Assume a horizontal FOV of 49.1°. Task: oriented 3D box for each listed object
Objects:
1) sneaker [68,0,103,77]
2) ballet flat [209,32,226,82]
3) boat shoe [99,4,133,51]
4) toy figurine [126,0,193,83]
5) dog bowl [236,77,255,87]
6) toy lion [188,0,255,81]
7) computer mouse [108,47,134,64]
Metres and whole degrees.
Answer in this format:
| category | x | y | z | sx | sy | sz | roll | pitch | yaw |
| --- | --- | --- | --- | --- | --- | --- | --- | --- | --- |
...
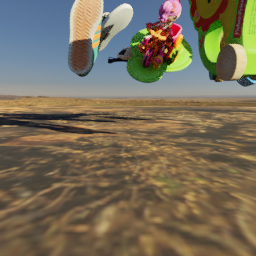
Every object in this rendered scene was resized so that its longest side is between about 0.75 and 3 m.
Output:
| category | x | y | z | sx | sy | sz | roll | pitch | yaw |
| --- | --- | --- | --- | --- | --- | --- | --- | --- | --- |
| sneaker | -1.198 | -2.641 | 7.924 | 0.851 | 2.384 | 0.952 | 12 | 2 | -2 |
| ballet flat | 2.316 | -2.427 | 6.719 | 1.035 | 2.928 | 1.035 | -12 | 40 | 10 |
| boat shoe | -0.818 | -3.991 | 10.798 | 0.890 | 0.801 | 2.516 | 1 | -24 | -44 |
| toy figurine | 1.177 | -3.265 | 8.588 | 2.250 | 2.759 | 2.997 | 31 | 57 | 11 |
| dog bowl | 3.802 | -1.962 | 8.935 | 0.919 | 1.649 | 0.409 | 38 | -37 | -12 |
| toy lion | 1.620 | -2.103 | 4.734 | 0.804 | 2.341 | 2.244 | -3 | 20 | -14 |
| computer mouse | -0.142 | -2.915 | 11.447 | 0.947 | 0.379 | 1.727 | -3 | 0 | -22 |
